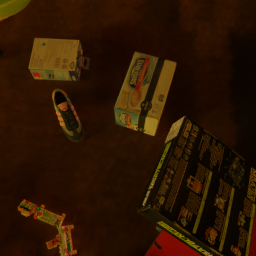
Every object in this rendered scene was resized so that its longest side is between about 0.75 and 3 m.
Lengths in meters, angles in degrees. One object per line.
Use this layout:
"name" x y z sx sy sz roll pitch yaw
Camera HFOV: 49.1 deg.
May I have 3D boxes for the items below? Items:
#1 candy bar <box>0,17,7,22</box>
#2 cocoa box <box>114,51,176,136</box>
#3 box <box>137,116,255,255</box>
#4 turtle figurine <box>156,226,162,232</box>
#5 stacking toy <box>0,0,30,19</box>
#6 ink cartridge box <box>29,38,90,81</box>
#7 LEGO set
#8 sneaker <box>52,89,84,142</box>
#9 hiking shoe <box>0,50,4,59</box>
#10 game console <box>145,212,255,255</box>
"candy bar" -4.924 -3.912 10.302 1.036 0.115 0.258 -34 73 -12
"cocoa box" 0.514 -1.035 8.578 1.324 1.346 2.018 17 71 6
"box" 1.509 1.186 5.419 2.166 0.533 2.243 37 53 -11
"turtle figurine" 1.585 1.603 7.657 1.976 1.329 2.639 49 66 -17
"stacking toy" -3.155 -2.420 5.506 2.944 1.244 2.665 -39 70 -12
"ink cartridge box" -2.235 -2.277 9.381 1.831 0.699 1.249 3 70 3
"LEGO set" -2.097 2.725 7.455 1.078 0.872 2.343 -32 73 -11
"sneaker" -1.918 -0.404 8.677 0.628 0.734 1.790 -27 72 -10
"hiking shoe" -4.947 -2.561 9.568 1.270 0.551 0.473 -4 70 -1
"game console" 2.351 3.040 7.271 2.979 2.568 1.768 30 30 11
